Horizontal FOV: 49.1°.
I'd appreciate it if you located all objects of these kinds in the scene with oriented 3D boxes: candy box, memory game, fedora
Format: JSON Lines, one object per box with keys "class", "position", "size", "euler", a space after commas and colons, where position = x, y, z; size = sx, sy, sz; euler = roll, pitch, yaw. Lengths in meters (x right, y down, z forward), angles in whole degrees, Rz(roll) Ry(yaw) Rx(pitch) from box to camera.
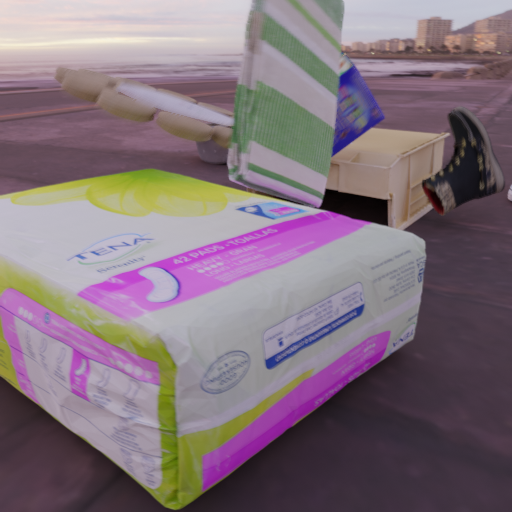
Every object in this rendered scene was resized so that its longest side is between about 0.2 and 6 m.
{"class": "candy box", "position": [1.118, -2.246, 8.839], "size": [1.405, 1.188, 0.541], "euler": [-35, 43, 11]}
{"class": "memory game", "position": [-1.249, -2.351, 9.181], "size": [4.004, 0.255, 4.004], "euler": [17, 18, -6]}
{"class": "fedora", "position": [-0.724, -3.003, 14.741], "size": [2.303, 1.040, 2.037], "euler": [2, 18, 29]}

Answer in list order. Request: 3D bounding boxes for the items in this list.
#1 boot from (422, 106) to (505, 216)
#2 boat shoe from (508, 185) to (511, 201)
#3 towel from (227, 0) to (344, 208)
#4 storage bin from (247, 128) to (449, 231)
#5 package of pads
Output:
{"class": "boot", "position": [3.350, -1.597, 9.498], "size": [1.230, 1.629, 0.588], "euler": [-26, 1, -7]}
{"class": "boat shoe", "position": [5.652, -1.596, 11.561], "size": [0.782, 0.770, 2.171], "euler": [8, 23, 19]}
{"class": "towel", "position": [0.342, -1.649, 5.249], "size": [0.260, 2.227, 1.698], "euler": [3, -3, 32]}
{"class": "storage bin", "position": [1.798, -1.622, 10.836], "size": [2.978, 1.395, 2.956], "euler": [15, 27, 31]}
{"class": "package of pads", "position": [-1.056, 0.280, 5.847], "size": [4.417, 1.506, 3.412], "euler": [18, 26, 39]}
